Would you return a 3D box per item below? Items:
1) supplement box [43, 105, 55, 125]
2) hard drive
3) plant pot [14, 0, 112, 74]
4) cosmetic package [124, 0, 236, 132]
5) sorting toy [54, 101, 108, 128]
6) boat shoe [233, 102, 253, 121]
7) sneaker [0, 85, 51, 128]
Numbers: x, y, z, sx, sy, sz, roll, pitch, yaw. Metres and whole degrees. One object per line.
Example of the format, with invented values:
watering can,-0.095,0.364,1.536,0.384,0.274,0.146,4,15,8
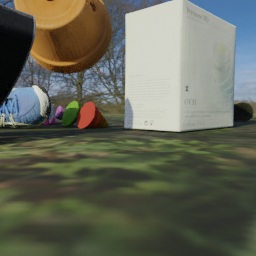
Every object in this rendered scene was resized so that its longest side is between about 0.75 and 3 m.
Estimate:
supplement box,-3.043,-0.486,9.886,0.715,0.700,1.383,0,3,-5
hard drive,-2.644,-0.784,4.373,2.630,0.557,1.774,-45,-23,28
plant pot,-1.731,-2.872,7.216,2.493,2.493,1.745,0,-10,3
cosmetic package,1.436,-1.382,7.237,1.716,2.792,2.783,3,5,43
sorting toy,-1.336,-0.279,8.231,0.793,0.798,2.302,26,-12,-37
boat shoe,4.604,-0.723,12.655,2.326,0.880,0.859,-1,1,-25
sneaker,-3.205,-0.427,7.236,2.971,1.125,1.144,-8,6,31
